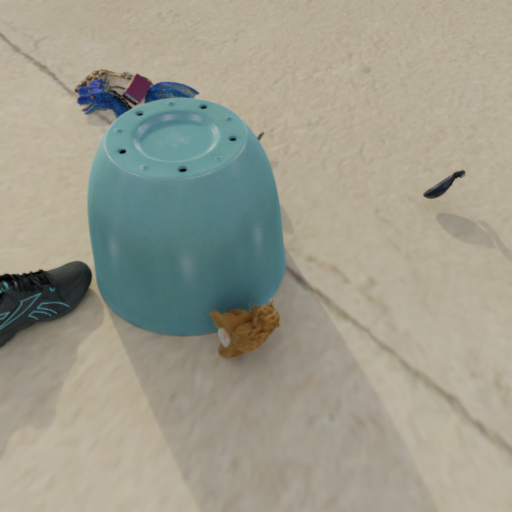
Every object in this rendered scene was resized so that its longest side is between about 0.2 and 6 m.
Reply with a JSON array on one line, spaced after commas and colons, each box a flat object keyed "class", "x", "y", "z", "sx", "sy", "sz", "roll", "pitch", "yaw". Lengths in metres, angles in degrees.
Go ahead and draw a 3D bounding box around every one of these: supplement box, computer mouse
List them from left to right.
[{"class": "supplement box", "x": -2.520, "y": -3.481, "z": 11.762, "sx": 0.479, "sy": 0.372, "sz": 0.869, "roll": -59, "pitch": 21, "yaw": -2}, {"class": "computer mouse", "x": 3.796, "y": -1.393, "z": 11.272, "sx": 0.896, "sy": 0.621, "sz": 0.236, "roll": -33, "pitch": 93, "yaw": 8}]

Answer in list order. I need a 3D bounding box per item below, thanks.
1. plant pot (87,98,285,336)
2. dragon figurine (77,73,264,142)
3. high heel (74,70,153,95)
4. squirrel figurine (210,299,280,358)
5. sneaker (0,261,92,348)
[{"class": "plant pot", "x": -1.222, "y": -0.880, "z": 9.446, "sx": 3.511, "sy": 2.817, "sz": 3.511, "roll": 0, "pitch": 47, "yaw": 0}, {"class": "dragon figurine", "x": -1.801, "y": -2.885, "z": 11.925, "sx": 3.960, "sy": 1.969, "sz": 1.166, "roll": 1, "pitch": 46, "yaw": 1}, {"class": "high heel", "x": -3.533, "y": -4.248, "z": 14.111, "sx": 1.801, "sy": 0.643, "sz": 1.284, "roll": -28, "pitch": 46, "yaw": -36}, {"class": "squirrel figurine", "x": -0.015, "y": 1.096, "z": 8.747, "sx": 1.028, "sy": 0.779, "sz": 1.101, "roll": -19, "pitch": 10, "yaw": -31}, {"class": "sneaker", "x": -3.803, "y": 0.692, "z": 9.254, "sx": 0.899, "sy": 0.945, "sz": 2.385, "roll": 35, "pitch": 54, "yaw": 31}]
